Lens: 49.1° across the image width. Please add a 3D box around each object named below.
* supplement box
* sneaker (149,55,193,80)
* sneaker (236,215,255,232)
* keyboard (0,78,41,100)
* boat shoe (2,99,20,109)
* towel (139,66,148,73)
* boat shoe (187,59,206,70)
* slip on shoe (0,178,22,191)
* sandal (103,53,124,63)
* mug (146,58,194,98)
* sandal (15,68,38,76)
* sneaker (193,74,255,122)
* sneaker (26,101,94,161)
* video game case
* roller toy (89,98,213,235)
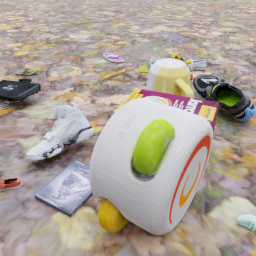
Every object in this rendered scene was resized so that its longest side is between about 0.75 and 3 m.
[{"bbox_3d":[1.117,-0.059,8.278,2.683,1.384,1.756,12,34,18],"label":"supplement box"},{"bbox_3d":[2.092,-3.096,13.459,2.540,1.043,0.989,27,41,37],"label":"sneaker"},{"bbox_3d":[2.680,2.099,5.846,0.783,0.288,0.462,11,27,12],"label":"sneaker"},{"bbox_3d":[-4.627,-1.609,11.417,2.672,0.343,1.604,12,40,34],"label":"keyboard"},{"bbox_3d":[-4.587,-1.047,10.907,0.308,0.263,0.923,10,32,20],"label":"boat shoe"},{"bbox_3d":[0.777,-2.987,14.191,0.404,0.085,0.939,1,32,-1],"label":"towel"},{"bbox_3d":[3.131,-3.211,14.095,1.671,0.558,0.615,-8,33,-12],"label":"boat shoe"},{"bbox_3d":[-3.117,1.405,7.012,0.843,0.258,0.312,-7,34,-8],"label":"slip on shoe"},{"bbox_3d":[-0.852,-3.955,15.433,0.663,0.400,1.629,-26,40,-35],"label":"sandal"},{"bbox_3d":[1.618,-1.375,9.948,2.261,1.856,1.811,23,38,31],"label":"mug"},{"bbox_3d":[-4.957,-2.757,13.607,1.086,0.310,0.431,-2,32,-4],"label":"sandal"},{"bbox_3d":[3.428,-1.363,10.310,1.050,1.227,2.961,-45,40,7],"label":"sneaker"},{"bbox_3d":[-2.057,0.054,8.018,2.080,1.196,0.782,-27,12,-28],"label":"sneaker"},{"bbox_3d":[-1.367,1.440,7.047,1.126,0.149,1.576,18,36,25],"label":"video game case"},{"bbox_3d":[0.466,0.750,5.961,1.913,2.738,2.498,22,29,27],"label":"roller toy"}]
